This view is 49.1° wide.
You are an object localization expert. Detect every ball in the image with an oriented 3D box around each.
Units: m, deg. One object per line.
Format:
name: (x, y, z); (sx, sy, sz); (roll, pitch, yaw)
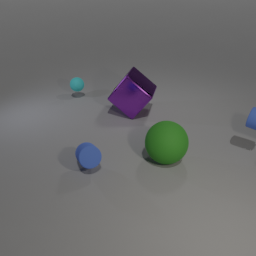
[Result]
ball: (1.244, 0.463, 9.034); (1.400, 1.400, 1.400); (0, 29, 0)
ball: (-2.509, -2.142, 13.798); (0.700, 0.700, 0.700); (0, 29, 0)

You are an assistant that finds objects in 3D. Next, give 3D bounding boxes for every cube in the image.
cube: (0.209, -1.525, 12.093); (1.400, 1.400, 1.400); (39, 30, -8)

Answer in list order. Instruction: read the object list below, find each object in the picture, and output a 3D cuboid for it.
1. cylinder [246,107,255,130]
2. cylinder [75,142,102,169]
cylinder: (4.333, -0.250, 9.167); (0.700, 0.700, 0.700); (25, 37, 28)
cylinder: (-1.235, 0.839, 8.676); (0.700, 0.700, 0.700); (-10, 10, -18)
